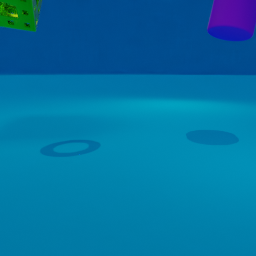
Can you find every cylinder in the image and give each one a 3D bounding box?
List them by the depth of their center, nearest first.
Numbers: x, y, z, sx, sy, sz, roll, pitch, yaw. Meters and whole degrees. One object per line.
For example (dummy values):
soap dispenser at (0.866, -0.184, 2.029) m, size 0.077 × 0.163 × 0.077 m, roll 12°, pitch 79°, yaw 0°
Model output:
cylinder at (3.118, -3.389, 8.203) m, size 1.304 × 1.304 × 1.304 m, roll 13°, pitch 3°, yaw -1°

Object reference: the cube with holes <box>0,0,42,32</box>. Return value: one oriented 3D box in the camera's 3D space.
cube with holes at (-3.083, -3.605, 7.493) m, size 1.275 × 1.275 × 1.275 m, roll 6°, pitch -27°, yaw -10°
